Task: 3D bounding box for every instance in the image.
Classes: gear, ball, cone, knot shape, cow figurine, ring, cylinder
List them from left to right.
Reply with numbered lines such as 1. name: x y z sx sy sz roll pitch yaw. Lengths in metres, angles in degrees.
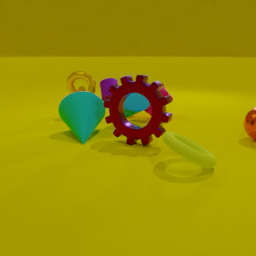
1. knot shape: -1.598 -1.167 9.680 0.782 1.584 1.693 -13 21 -31
2. cone: -1.205 -0.049 7.485 1.334 1.334 1.339 -2 42 -9
3. cylinder: -0.796 -1.652 12.265 0.806 0.806 0.806 -9 -16 -3
4. cone: 0.024 -0.626 9.028 1.099 1.103 1.099 9 53 -12
5. gear: 0.219 -0.433 6.847 1.695 1.695 0.314 7 15 24
6. cow figurine: 0.577 -1.039 9.669 1.554 1.579 0.867 51 11 35
7. ring: 1.228 0.426 5.609 1.184 0.237 1.184 26 11 -5
8. ball: 3.450 -0.112 7.164 0.920 0.920 0.920 0 16 0
